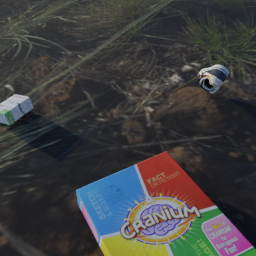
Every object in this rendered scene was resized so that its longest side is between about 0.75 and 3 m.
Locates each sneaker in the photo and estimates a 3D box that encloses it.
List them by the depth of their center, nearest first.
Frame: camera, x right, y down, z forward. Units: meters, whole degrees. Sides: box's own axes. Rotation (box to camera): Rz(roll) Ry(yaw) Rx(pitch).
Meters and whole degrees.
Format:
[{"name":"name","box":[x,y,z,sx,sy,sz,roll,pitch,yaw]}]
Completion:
[{"name":"sneaker","box":[2.321,-1.366,8.132,0.614,1.566,0.622,32,88,-2]}]

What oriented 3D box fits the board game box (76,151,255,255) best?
[{"name":"board game box","box":[0.616,1.876,5.027,2.175,0.573,2.843,-21,47,-23]}]

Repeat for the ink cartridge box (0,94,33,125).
[{"name":"ink cartridge box","box":[-3.240,-0.527,7.845,0.664,0.383,0.912,13,42,30]}]
